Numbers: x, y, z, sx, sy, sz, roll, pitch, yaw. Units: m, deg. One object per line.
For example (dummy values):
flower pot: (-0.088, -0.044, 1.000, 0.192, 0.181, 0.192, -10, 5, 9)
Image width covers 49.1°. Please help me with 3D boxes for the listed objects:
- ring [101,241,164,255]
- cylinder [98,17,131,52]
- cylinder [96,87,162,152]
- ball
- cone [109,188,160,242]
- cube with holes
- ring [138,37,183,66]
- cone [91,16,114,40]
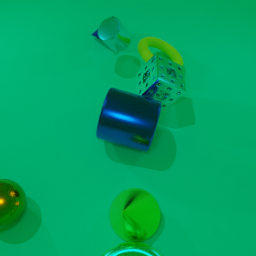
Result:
ring: (0.087, 3.209, 5.500, 1.850, 0.370, 1.850, -1, 56, 2)
cylinder: (-0.406, -2.859, 8.604, 0.774, 0.774, 0.774, -6, 75, 25)
cylinder: (0.021, -0.206, 7.110, 1.353, 1.353, 1.353, 16, 57, 1)
ball: (-2.790, 1.653, 6.137, 1.074, 1.074, 1.074, 0, 56, 0)
cone: (0.026, 1.762, 5.801, 1.179, 1.183, 1.179, -4, 70, 11)
cube with holes: (0.887, -1.251, 7.689, 0.947, 0.947, 0.947, 19, 52, -26)
ring: (1.048, -2.321, 8.908, 1.607, 0.321, 1.607, 17, 44, -18)
cone: (-0.873, -3.293, 9.734, 0.986, 0.983, 0.983, 2, 54, 27)
